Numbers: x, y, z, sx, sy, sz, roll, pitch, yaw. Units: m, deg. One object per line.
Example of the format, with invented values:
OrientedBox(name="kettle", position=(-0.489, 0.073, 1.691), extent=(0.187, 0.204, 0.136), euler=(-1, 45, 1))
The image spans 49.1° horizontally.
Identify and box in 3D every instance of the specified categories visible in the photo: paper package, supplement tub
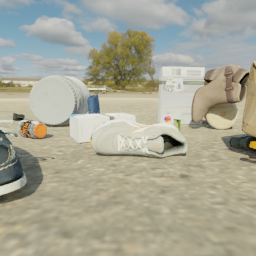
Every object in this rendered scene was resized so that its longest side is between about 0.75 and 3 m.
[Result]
OrientedBox(name="paper package", position=(3.761, -0.285, 4.734), extent=(2.681, 1.387, 2.556), euler=(-4, 19, -35))
OrientedBox(name="supplement tub", position=(-2.556, 0.037, 7.495), extent=(0.782, 0.479, 0.479), euler=(5, 9, 36))

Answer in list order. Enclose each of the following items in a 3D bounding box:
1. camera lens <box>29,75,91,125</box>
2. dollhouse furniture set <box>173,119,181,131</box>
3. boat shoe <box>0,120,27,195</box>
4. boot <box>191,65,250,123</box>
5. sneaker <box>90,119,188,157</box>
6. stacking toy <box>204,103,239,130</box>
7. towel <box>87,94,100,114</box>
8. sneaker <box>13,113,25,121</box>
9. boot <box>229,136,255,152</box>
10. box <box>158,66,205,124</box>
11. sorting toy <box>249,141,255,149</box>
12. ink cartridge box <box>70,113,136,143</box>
OrientedBox(name="camera lens", position=(-2.474, -1.063, 10.600), extent=(1.808, 1.808, 2.260), euler=(1, 8, 5))
OrientedBox(name="dollhouse furniture set", position=(1.220, -0.057, 8.590), extent=(0.968, 0.374, 0.484), euler=(-5, 9, -35))
OrientedBox(name="boat shoe", position=(-2.164, 0.292, 4.075), extent=(1.052, 0.869, 2.810), euler=(-4, 9, -29))
OrientedBox(name="boot", position=(2.778, -0.968, 8.430), extent=(0.687, 1.957, 1.431), euler=(10, 8, -38))
OrientedBox(name="sneaker", position=(0.252, 0.231, 5.354), extent=(1.915, 0.725, 0.881), euler=(-3, 12, -14))
OrientedBox(name="stacking toy", position=(3.238, -0.513, 10.181), extent=(1.037, 1.037, 2.429), euler=(1, 3, 10))
OrientedBox(name="towel", position=(-1.045, -0.463, 8.586), extent=(0.260, 1.073, 0.599), euler=(1, 21, 12))
OrientedBox(name="sneaker", position=(-4.697, -0.464, 12.075), extent=(0.496, 0.286, 0.951), euler=(-3, 13, -20))
OrientedBox(name="boot", position=(2.923, 0.280, 6.103), extent=(1.217, 0.412, 0.795), euler=(0, 2, -10))
OrientedBox(name="box", position=(2.011, -1.220, 10.599), extent=(1.666, 2.137, 0.440), euler=(-1, 8, -6))
OrientedBox(name="sorting toy", position=(2.704, 0.497, 4.300), extent=(1.072, 0.193, 1.438), euler=(-4, 19, -43))
OrientedBox(name="ink cartridge box", position=(-0.514, -0.051, 7.528), extent=(1.904, 0.646, 1.104), euler=(-3, 8, -22))
